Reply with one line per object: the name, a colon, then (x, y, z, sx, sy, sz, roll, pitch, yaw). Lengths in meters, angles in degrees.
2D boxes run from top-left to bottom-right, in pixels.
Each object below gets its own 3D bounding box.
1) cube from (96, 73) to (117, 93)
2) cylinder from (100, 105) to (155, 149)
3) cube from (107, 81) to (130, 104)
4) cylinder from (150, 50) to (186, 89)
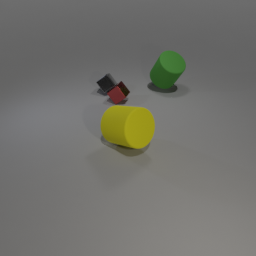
cube: (-1.065, -2.283, 14.221, 0.700, 0.700, 0.700, -36, 6, 16)
cylinder: (-0.017, -0.065, 9.846, 1.400, 1.400, 1.400, -26, 22, -36)
cube: (-0.447, -1.685, 13.362, 0.700, 0.700, 0.700, -31, 15, 31)
cylinder: (1.983, -2.923, 14.133, 1.400, 1.400, 1.400, 8, 63, -15)
